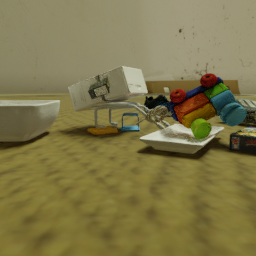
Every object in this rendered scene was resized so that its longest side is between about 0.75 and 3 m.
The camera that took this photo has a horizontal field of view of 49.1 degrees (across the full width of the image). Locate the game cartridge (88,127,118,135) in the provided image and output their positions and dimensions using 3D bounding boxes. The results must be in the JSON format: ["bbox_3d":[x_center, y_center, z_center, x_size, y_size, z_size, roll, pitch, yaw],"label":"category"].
[{"bbox_3d":[-0.866,0.092,9.465,0.812,0.132,0.715,-8,12,-27],"label":"game cartridge"}]

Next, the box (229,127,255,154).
[{"bbox_3d":[3.784,0.358,6.696,2.203,0.415,1.505,7,11,39],"label":"box"}]

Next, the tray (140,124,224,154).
[{"bbox_3d":[1.602,0.253,7.675,1.573,0.325,2.930,6,10,27],"label":"tray"}]

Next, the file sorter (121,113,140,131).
[{"bbox_3d":[0.081,-0.224,10.003,0.638,0.564,0.920,-1,9,1],"label":"file sorter"}]

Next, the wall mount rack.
[{"bbox_3d":[0.209,-0.427,9.897,2.372,1.018,2.730,-1,4,15],"label":"wall mount rack"}]

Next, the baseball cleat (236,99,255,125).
[{"bbox_3d":[4.864,-0.597,10.910,2.942,1.026,1.566,6,10,37],"label":"baseball cleat"}]

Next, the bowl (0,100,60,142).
[{"bbox_3d":[-3.744,-0.292,8.724,2.927,1.094,2.931,0,10,1],"label":"bowl"}]

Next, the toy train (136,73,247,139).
[{"bbox_3d":[1.724,-0.261,7.935,2.824,1.195,1.634,-27,38,2],"label":"toy train"}]

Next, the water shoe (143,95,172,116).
[{"bbox_3d":[1.821,-1.226,14.821,0.959,1.059,2.683,-8,12,-44],"label":"water shoe"}]

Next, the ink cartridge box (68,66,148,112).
[{"bbox_3d":[-0.683,-1.371,10.107,2.290,0.962,1.666,-15,0,27],"label":"ink cartridge box"}]
